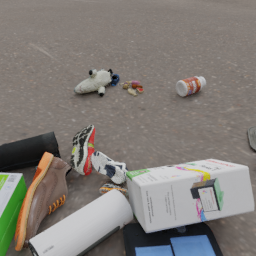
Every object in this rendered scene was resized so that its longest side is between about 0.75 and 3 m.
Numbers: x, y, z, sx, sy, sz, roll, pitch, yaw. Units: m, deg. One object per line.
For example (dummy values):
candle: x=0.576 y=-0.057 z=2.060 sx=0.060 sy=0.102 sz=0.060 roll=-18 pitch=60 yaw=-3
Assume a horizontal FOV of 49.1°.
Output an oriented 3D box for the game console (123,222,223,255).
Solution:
game console: x=1.110 y=3.102 z=6.138 sx=2.234 sy=0.392 sz=2.526 roll=3 pitch=31 yaw=-10

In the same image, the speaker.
speaker: x=-1.066 y=2.474 z=6.815 sx=2.440 sy=0.991 sz=0.991 roll=-26 pitch=42 yaw=-33

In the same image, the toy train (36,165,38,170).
toy train: x=-2.627 y=1.399 z=8.945 sx=0.433 sy=0.324 sz=0.760 roll=-28 pitch=47 yaw=-35

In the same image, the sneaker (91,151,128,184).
sneaker: x=-0.493 y=1.225 z=8.820 sx=1.353 sy=0.540 sz=0.881 roll=29 pitch=4 yaw=23

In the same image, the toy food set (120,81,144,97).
toy food set: x=0.280 y=-2.085 z=14.052 sx=0.979 sy=0.242 sz=1.539 roll=-20 pitch=39 yaw=-26

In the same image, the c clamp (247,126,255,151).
c clamp: x=5.383 y=0.383 z=10.464 sx=1.717 sy=0.272 sz=2.010 roll=11 pitch=36 yaw=16

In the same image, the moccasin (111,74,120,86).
moccasin: x=-0.642 y=-2.604 z=14.668 sx=0.467 sy=0.395 sz=1.160 roll=1 pitch=35 yaw=1

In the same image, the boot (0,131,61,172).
boot: x=-3.572 y=0.643 z=8.445 sx=2.861 sy=2.358 sz=0.939 roll=-8 pitch=66 yaw=-13

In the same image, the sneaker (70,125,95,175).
sneaker: x=-1.383 y=0.730 z=9.260 sx=0.741 sy=0.817 sz=1.924 roll=-19 pitch=41 yaw=25

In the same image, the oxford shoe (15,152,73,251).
oxford shoe: x=-2.192 y=1.894 z=7.585 sx=1.077 sy=1.053 sz=2.953 roll=22 pitch=40 yaw=-13

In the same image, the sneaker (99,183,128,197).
sneaker: x=-0.398 y=1.824 z=8.337 sx=0.883 sy=0.346 sz=0.341 roll=7 pitch=31 yaw=12

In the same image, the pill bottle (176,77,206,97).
pill bottle: x=3.066 y=-2.047 z=13.527 sx=1.386 sy=0.778 sz=0.778 roll=-20 pitch=39 yaw=-26

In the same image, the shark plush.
shark plush: x=-1.595 y=-2.567 z=14.202 sx=1.204 sy=1.313 sz=2.890 roll=-17 pitch=29 yaw=33

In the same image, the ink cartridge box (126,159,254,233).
ink cartridge box: x=1.458 y=1.599 z=7.219 sx=2.693 sy=1.131 sz=1.950 roll=-7 pitch=1 yaw=-10

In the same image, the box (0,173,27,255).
box: x=-3.925 y=2.239 z=7.031 sx=2.028 sy=1.111 sz=2.298 roll=1 pitch=35 yaw=1
